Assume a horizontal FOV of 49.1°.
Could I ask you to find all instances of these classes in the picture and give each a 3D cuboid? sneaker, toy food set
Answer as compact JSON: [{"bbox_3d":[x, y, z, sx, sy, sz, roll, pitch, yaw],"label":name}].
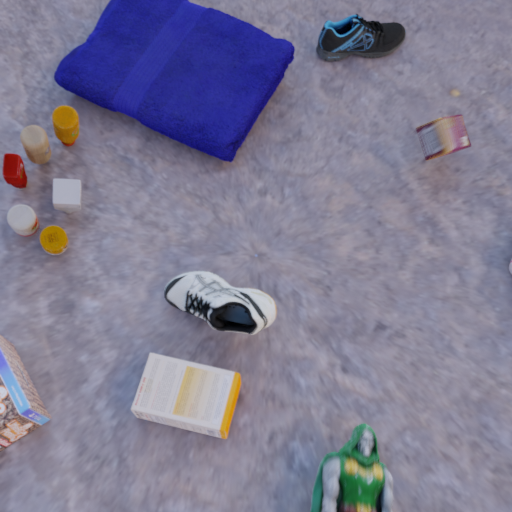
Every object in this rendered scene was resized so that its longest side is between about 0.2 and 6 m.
[{"bbox_3d":[2.163,-4.431,11.254,1.878,0.769,0.688,-14,64,-7],"label":"sneaker"},{"bbox_3d":[-3.655,-1.226,9.708,1.207,1.138,2.529,0,81,-15],"label":"toy food set"},{"bbox_3d":[-0.646,0.719,8.480,1.851,0.700,0.811,9,19,18],"label":"sneaker"}]

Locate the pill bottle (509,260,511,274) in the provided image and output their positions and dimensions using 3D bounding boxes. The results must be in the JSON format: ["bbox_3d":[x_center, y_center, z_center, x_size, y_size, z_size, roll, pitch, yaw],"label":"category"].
[{"bbox_3d":[4.580,-0.085,9.216,0.536,0.536,0.946,27,66,13],"label":"pill bottle"}]

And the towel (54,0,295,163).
[{"bbox_3d":[-1.511,-3.581,10.820,3.884,0.962,2.868,26,73,12],"label":"towel"}]

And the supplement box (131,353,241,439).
[{"bbox_3d":[-0.996,2.034,8.150,1.394,0.513,0.879,12,61,7],"label":"supplement box"}]

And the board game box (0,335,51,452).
[{"bbox_3d":[-4.107,2.155,7.919,1.746,0.845,1.392,-33,68,-14],"label":"board game box"}]

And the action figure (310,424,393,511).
[{"bbox_3d":[1.238,3.689,7.118,1.790,0.829,3.030,13,67,-13],"label":"action figure"}]

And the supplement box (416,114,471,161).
[{"bbox_3d":[3.272,-2.070,9.757,0.936,0.483,0.613,-19,91,-44],"label":"supplement box"}]
